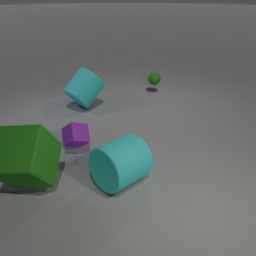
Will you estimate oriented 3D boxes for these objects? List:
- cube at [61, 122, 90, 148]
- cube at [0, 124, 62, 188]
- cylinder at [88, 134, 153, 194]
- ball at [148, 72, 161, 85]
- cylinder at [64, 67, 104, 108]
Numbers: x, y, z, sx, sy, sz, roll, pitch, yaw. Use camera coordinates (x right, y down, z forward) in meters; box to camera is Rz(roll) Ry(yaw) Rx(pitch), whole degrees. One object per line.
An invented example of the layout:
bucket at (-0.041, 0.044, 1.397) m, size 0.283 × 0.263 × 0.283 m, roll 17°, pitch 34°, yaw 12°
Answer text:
cube at (-1.848, 0.258, 9.905) m, size 0.700 × 0.700 × 0.700 m, roll 7°, pitch -25°, yaw -43°
cube at (-2.890, 0.832, 7.948) m, size 1.400 × 1.400 × 1.400 m, roll -2°, pitch 63°, yaw 12°
cylinder at (-0.217, 1.037, 8.348) m, size 1.400 × 1.400 × 1.400 m, roll -22°, pitch 35°, yaw -40°
ball at (1.463, -2.728, 15.537) m, size 0.700 × 0.700 × 0.700 m, roll 0°, pitch 28°, yaw 0°
cylinder at (-2.090, -1.908, 13.347) m, size 1.400 × 1.400 × 1.400 m, roll 27°, pitch 79°, yaw 41°
